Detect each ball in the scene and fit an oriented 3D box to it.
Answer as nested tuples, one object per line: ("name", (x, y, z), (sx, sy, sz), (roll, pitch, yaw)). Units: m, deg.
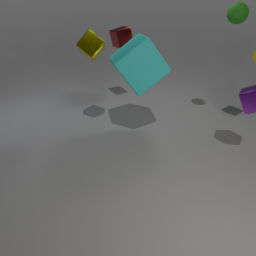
("ball", (3.704, -3.873, 9.449), (0.700, 0.700, 0.700), (0, 30, 0))

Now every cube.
("cube", (0.376, -2.203, 9.666), (1.400, 1.400, 1.400), (-38, 25, 6))
("cube", (-0.275, -3.827, 11.785), (0.700, 0.700, 0.700), (-25, 31, -19))
("cube", (-1.236, -2.769, 9.444), (0.700, 0.700, 0.700), (39, 1, -5))
("cube", (3.931, -0.909, 8.717), (0.700, 0.700, 0.700), (-14, 15, 32))

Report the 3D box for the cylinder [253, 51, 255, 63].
("cylinder", (4.905, -2.595, 9.817), (0.700, 0.700, 0.700), (-35, 41, -16))
